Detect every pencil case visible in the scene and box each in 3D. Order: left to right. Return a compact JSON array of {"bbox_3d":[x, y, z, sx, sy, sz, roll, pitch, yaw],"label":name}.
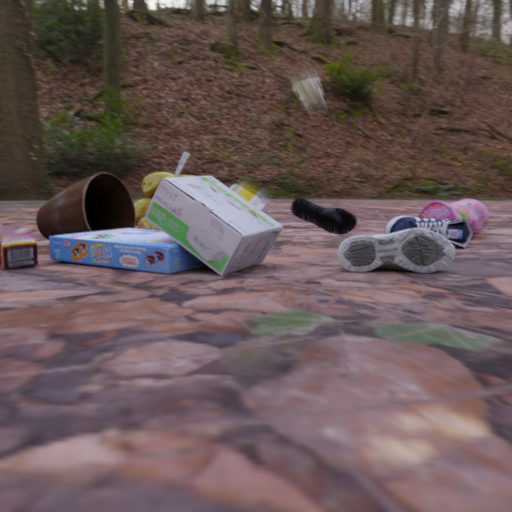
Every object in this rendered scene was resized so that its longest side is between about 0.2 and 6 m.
[{"bbox_3d":[4.954,-0.887,14.049,1.073,1.073,2.455,6,10,39],"label":"pencil case"}]

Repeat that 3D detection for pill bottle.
[{"bbox_3d":[-0.220,-1.198,12.814,0.936,0.521,0.521,34,22,23],"label":"pill bottle"}]

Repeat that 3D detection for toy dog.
[{"bbox_3d":[0.843,-2.510,8.576,0.316,0.439,0.453,51,18,30],"label":"toy dog"}]

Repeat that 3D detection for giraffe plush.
[{"bbox_3d":[-1.707,-1.210,14.020,1.870,2.306,1.989,27,16,-49],"label":"giraffe plush"}]

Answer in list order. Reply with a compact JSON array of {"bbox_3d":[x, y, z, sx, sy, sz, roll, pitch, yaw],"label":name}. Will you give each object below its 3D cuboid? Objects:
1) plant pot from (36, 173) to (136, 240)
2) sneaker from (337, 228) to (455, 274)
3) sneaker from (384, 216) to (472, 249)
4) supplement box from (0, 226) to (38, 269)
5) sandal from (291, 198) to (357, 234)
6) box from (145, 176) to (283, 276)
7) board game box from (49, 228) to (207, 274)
[{"bbox_3d":[-3.793,-0.828,12.026,1.744,1.630,1.630,-8,4,25],"label":"plant pot"},{"bbox_3d":[2.250,-0.105,9.133,1.844,0.718,0.916,2,4,6],"label":"sneaker"},{"bbox_3d":[3.790,-0.502,12.102,2.000,0.701,1.085,-1,5,-33],"label":"sneaker"},{"bbox_3d":[-4.083,-0.151,9.476,0.564,0.444,0.861,-8,26,-32],"label":"supplement box"},{"bbox_3d":[1.611,-0.923,13.548,1.638,0.623,0.351,16,14,9],"label":"sandal"},{"bbox_3d":[-0.653,-0.564,9.163,1.680,0.812,1.483,36,23,16],"label":"box"},{"bbox_3d":[-1.983,-0.147,10.082,2.701,0.494,2.043,4,9,31],"label":"board game box"}]
